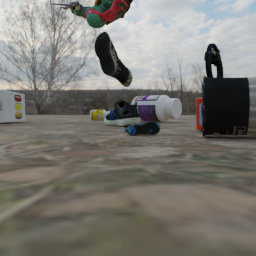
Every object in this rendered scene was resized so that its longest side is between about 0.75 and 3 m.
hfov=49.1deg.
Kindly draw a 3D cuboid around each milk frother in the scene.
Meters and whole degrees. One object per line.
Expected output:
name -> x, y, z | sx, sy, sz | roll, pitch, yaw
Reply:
milk frother -> 2.345, -0.782, 5.285 | 1.817, 1.932, 1.744 | 1, -1, 16

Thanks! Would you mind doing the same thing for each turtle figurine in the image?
turtle figurine -> -0.523, -2.965, 6.127 | 1.334, 2.650, 1.984 | 40, -35, -18

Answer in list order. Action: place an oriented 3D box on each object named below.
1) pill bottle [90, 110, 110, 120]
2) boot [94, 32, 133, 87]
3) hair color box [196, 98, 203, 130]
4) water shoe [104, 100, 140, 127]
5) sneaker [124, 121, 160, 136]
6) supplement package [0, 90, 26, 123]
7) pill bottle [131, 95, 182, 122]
pill bottle -> -1.654, -0.777, 16.710 | 1.118, 0.626, 0.626 | 0, 3, 1
boot -> -0.661, -3.185, 13.284 | 0.872, 2.417, 1.825 | -25, -27, 22
hair color box -> 3.173, -0.368, 7.194 | 2.729, 0.872, 1.513 | 0, 3, 16
water shoe -> -0.182, -0.509, 9.575 | 0.790, 0.871, 2.209 | -2, 4, -27
sneaker -> 0.300, -0.001, 5.792 | 0.775, 0.284, 0.317 | -1, 3, -24
supplement package -> -5.572, -0.911, 12.310 | 1.313, 1.364, 2.397 | -1, 4, -1
pill bottle -> 1.370, -0.937, 13.552 | 2.298, 1.280, 1.280 | 3, 5, 40
